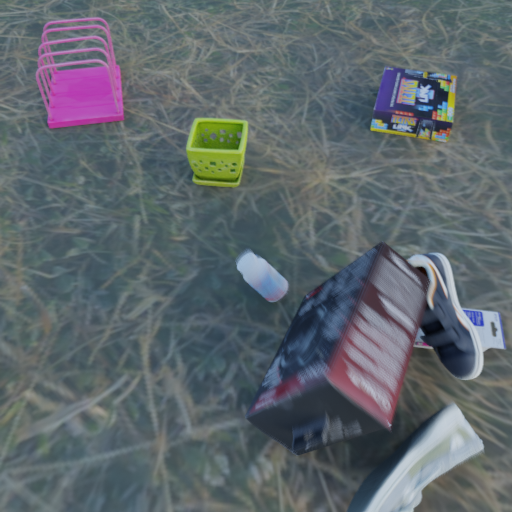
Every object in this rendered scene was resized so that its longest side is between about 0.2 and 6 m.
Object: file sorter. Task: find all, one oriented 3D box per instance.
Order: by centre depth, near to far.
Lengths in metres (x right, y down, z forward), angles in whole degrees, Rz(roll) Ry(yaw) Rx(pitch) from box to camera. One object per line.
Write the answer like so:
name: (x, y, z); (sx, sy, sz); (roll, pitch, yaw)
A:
file sorter: (-4.563, -4.826, 14.498); (1.853, 1.673, 2.667); (-9, 47, -8)

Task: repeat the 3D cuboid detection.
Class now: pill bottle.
pill bottle: (0.103, 0.371, 9.874); (0.498, 0.916, 0.498); (-34, 31, 24)

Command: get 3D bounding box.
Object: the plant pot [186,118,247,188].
plant pot: (-0.828, -2.227, 12.386); (1.223, 1.115, 1.229); (5, 46, 3)

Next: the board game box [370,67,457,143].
board game box: (4.068, -3.941, 14.356); (1.916, 0.657, 2.318); (12, 47, 10)

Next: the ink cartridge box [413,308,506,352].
ink cartridge box: (3.358, 1.246, 9.600); (1.621, 0.301, 0.768); (5, 49, 7)

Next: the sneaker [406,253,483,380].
sneaker: (2.831, 0.973, 8.885); (0.830, 0.820, 2.091); (-3, 67, -34)

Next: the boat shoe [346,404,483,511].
boat shoe: (2.172, 2.983, 7.575); (2.440, 0.899, 0.782); (-30, 72, -34)

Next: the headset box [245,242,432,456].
headset box: (1.151, 1.444, 8.029); (1.090, 2.101, 2.824); (37, 49, -8)
